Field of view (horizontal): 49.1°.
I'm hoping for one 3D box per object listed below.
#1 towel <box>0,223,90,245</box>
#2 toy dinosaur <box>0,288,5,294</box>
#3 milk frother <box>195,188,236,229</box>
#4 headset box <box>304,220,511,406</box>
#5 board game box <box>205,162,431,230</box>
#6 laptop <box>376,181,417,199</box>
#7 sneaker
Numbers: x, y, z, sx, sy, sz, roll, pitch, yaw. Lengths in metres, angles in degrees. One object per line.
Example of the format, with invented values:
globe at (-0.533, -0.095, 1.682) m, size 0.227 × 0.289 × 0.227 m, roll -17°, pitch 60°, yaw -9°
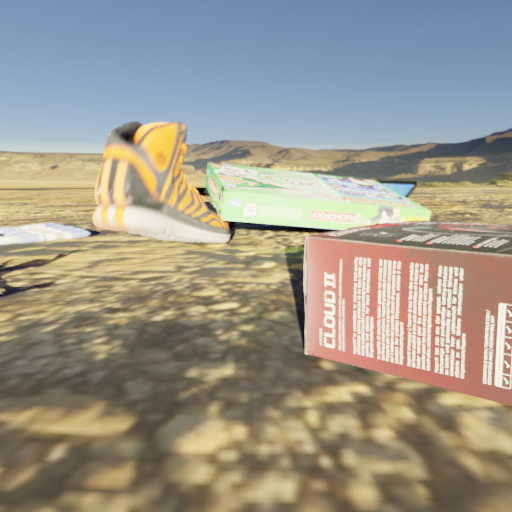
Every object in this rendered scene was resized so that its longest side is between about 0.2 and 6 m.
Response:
towel at (-4.263, -0.420, 10.401) m, size 1.896 × 0.226 × 1.392 m, roll -8°, pitch 12°, yaw -43°
toy dinosaur at (-3.202, 0.230, 5.403) m, size 1.888 × 0.448 × 0.832 m, roll 0°, pitch 23°, yaw 1°
milk frother at (-1.165, -0.830, 11.941) m, size 1.014 × 0.973 × 1.078 m, roll -7°, pitch -32°, yaw -41°
headset box at (1.518, 0.251, 3.732) m, size 2.270 × 0.851 × 1.687 m, roll 7°, pitch 11°, yaw 39°
board game box at (0.995, -1.081, 10.372) m, size 3.623 × 0.527 × 2.438 m, roll 4°, pitch 20°, yaw -13°
laptop at (1.648, -1.210, 11.803) m, size 2.529 × 1.306 × 2.242 m, roll 9°, pitch 1°, yaw -34°
sneaker at (-1.244, -1.148, 8.876) m, size 1.230 × 1.776 × 3.171 m, roll 4°, pitch -4°, yaw 22°
